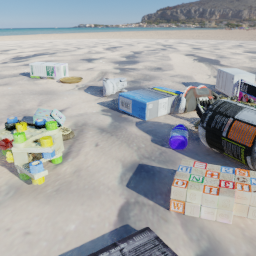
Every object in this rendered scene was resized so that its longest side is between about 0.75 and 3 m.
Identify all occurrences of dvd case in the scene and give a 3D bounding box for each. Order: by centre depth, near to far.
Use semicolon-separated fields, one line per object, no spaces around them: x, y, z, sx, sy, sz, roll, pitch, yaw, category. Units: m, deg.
0.237;2.369;3.103;2.078;0.223;2.794;-14;26;-31;dvd case

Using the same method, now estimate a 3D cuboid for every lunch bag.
-2.583;-0.280;9.268;0.971;0.592;0.827;7;20;-8;lunch bag

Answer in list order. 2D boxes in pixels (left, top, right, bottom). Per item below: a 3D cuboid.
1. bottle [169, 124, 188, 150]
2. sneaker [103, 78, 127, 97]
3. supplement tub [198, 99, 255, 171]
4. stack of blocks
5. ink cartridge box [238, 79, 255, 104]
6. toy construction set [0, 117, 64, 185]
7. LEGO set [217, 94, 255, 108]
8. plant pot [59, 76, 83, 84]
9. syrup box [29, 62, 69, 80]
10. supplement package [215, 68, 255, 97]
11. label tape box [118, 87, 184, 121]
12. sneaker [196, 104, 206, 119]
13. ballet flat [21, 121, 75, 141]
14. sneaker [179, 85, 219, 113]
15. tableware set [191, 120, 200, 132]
1.511;0.214;8.236;0.519;0.406;1.243;1;22;15;bottle
-0.607;-2.004;13.300;1.163;0.760;2.023;-4;18;-3;sneaker
3.014;0.206;6.918;1.417;1.417;2.313;-12;25;-28;supplement tub
1.886;1.253;5.413;1.950;0.571;1.123;8;23;17;stack of blocks
5.082;-1.426;11.687;0.350;0.894;1.888;-4;22;-9;ink cartridge box
-2.875;0.328;6.924;2.990;1.377;1.960;17;26;12;toy construction set
4.303;-0.746;10.546;1.869;0.815;2.878;10;11;18;LEGO set
-3.209;-2.705;15.862;1.343;0.185;1.343;-1;21;0;plant pot
-4.697;-3.427;16.739;2.163;0.852;0.881;7;23;16;syrup box
5.078;-2.205;13.418;1.048;1.052;1.793;-3;22;-6;supplement package
0.986;-1.047;10.992;2.251;0.744;1.613;-15;27;-38;label tape box
2.701;-0.445;9.580;0.412;0.357;0.995;-19;59;-17;sneaker
-2.618;0.059;8.536;2.054;0.476;0.692;5;22;13;ballet flat
2.869;-1.112;10.943;1.026;0.966;2.506;24;34;29;sneaker
2.413;-0.171;8.741;0.896;0.180;0.592;-13;36;51;tableware set
